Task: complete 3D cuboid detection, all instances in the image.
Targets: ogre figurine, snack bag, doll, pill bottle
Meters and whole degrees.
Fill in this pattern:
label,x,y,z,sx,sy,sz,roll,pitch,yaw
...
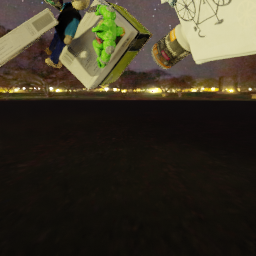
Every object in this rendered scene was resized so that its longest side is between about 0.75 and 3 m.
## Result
label,x,y,z,sx,sy,sz,roll,pitch,yaw
ogre figurine,-0.530,-2.226,6.643,0.725,1.478,0.886,19,-2,-23
snack bag,1.130,-2.098,3.772,0.284,2.652,2.501,-32,18,-16
doll,-2.008,-3.243,8.999,0.657,1.851,2.713,7,-33,-32
pill bottle,1.655,-2.759,9.193,0.995,0.995,1.709,-6,-17,-40

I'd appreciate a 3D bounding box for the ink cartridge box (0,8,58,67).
label,x,y,z,sx,sy,sz,roll,pitch,yaw
ink cartridge box,-3.547,-2.466,8.496,2.516,0.563,2.217,-47,26,-25

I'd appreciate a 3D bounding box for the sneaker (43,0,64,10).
label,x,y,z,sx,sy,sz,roll,pitch,yaw
sneaker,-2.153,-4.069,7.564,0.893,1.051,2.400,31,8,-6

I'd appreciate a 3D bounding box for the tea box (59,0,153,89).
label,x,y,z,sx,sy,sz,roll,pitch,yaw
tea box,-0.810,-3.246,11.094,1.806,2.703,2.659,45,25,6
